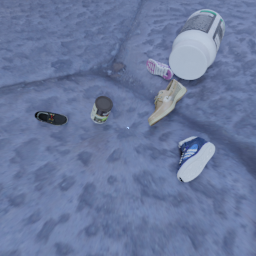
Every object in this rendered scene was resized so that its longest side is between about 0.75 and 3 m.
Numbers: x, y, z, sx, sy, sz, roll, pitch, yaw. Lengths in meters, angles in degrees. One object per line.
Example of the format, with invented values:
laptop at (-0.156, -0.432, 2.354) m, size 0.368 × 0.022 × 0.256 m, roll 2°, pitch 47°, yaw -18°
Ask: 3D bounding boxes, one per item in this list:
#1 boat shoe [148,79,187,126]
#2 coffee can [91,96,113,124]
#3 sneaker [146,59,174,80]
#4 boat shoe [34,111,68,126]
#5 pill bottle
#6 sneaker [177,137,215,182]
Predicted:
boat shoe at (1.165, -0.864, 9.092) m, size 0.695 × 0.772 × 2.139 m, roll 46°, pitch 54°, yaw -4°
coffee can at (-0.821, -0.559, 8.684) m, size 0.554 × 0.758 × 0.554 m, roll 8°, pitch 59°, yaw -14°
sneaker at (1.284, -2.280, 10.745) m, size 1.261 × 0.507 × 0.557 m, roll 34°, pitch 41°, yaw 26°
boat shoe at (-2.457, -0.312, 8.913) m, size 1.055 × 0.331 × 0.386 m, roll 10°, pitch 85°, yaw 10°
pill bottle at (2.645, -3.211, 10.725) m, size 1.647 × 1.647 × 2.912 m, roll 18°, pitch 48°, yaw 16°
sneaker at (1.677, 0.823, 7.932) m, size 1.413 × 0.569 × 1.034 m, roll -45°, pitch 29°, yaw -11°
